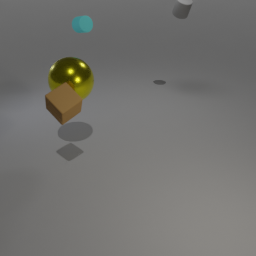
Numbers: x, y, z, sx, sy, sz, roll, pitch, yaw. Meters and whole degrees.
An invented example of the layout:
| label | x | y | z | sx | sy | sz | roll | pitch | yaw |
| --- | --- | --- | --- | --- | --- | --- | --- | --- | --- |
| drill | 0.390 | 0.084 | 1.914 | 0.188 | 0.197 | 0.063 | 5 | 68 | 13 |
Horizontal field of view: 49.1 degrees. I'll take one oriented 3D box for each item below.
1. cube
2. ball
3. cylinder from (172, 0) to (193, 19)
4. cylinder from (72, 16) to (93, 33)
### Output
| label | x | y | z | sx | sy | sz | roll | pitch | yaw |
| --- | --- | --- | --- | --- | --- | --- | --- | --- | --- |
| cube | -1.734 | -0.652 | 7.573 | 0.700 | 0.700 | 0.700 | 45 | 63 | 10 |
| ball | -1.749 | -1.479 | 8.650 | 1.400 | 1.400 | 1.400 | 0 | 30 | 0 |
| cylinder | 2.323 | -5.160 | 11.958 | 0.700 | 0.700 | 0.700 | 6 | 55 | -8 |
| cylinder | -2.036 | -4.615 | 12.484 | 0.700 | 0.700 | 0.700 | -22 | 27 | -34 |
